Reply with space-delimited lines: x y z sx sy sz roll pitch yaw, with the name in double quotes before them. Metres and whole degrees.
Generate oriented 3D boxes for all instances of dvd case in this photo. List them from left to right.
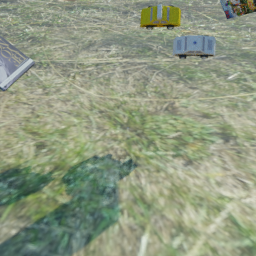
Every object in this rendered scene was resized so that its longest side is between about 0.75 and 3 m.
"dvd case" -3.349 -1.804 6.876 1.699 0.136 1.263 38 48 -11

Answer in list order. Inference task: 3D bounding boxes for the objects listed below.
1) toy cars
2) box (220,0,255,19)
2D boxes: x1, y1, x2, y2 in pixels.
"toy cars" 1.447 -2.894 8.277 2.631 1.180 0.583 44 4 10
"box" 3.131 -3.974 8.087 1.019 1.493 0.281 3 51 46
